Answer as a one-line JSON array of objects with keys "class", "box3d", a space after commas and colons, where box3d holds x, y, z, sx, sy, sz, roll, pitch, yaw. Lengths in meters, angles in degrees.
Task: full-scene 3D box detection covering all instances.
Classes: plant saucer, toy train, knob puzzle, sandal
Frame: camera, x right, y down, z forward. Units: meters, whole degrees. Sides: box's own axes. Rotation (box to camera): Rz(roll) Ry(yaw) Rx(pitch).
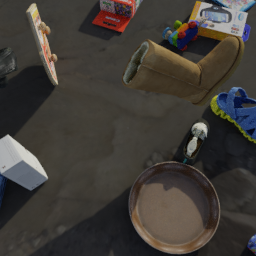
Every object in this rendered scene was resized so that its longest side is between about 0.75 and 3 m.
[{"class": "plant saucer", "box3d": [1.408, 2.428, 8.749, 2.789, 0.447, 2.789, 0, 63, -1]}, {"class": "toy train", "box3d": [2.483, -4.325, 12.048, 1.963, 0.831, 1.136, -46, 57, -12]}, {"class": "knob puzzle", "box3d": [-2.967, -2.982, 10.387, 0.439, 3.167, 3.167, -15, 63, -7]}, {"class": "sandal", "box3d": [4.311, -0.448, 9.818, 2.886, 1.256, 1.147, 34, 65, 14]}]

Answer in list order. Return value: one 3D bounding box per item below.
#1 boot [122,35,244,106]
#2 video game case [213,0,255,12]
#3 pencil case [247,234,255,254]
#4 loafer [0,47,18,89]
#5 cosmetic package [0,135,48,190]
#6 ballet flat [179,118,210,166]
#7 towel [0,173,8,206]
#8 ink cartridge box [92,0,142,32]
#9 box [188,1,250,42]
[{"class": "boot", "box3d": [1.598, -1.837, 7.852, 2.845, 2.492, 0.941, 13, 29, -31]}, {"class": "video game case", "box3d": [4.955, -6.164, 13.414, 1.321, 0.164, 1.846, -38, 69, -18]}, {"class": "pencil case", "box3d": [4.230, 3.738, 7.882, 0.683, 0.760, 1.751, -36, 69, -24]}, {"class": "loafer", "box3d": [-2.974, -1.161, 6.249, 0.667, 0.689, 1.963, -13, 34, 16]}, {"class": "cosmetic package", "box3d": [-3.277, 1.115, 8.540, 0.739, 1.995, 1.014, -35, 68, -12]}, {"class": "ballet flat", "box3d": [2.382, 0.389, 9.667, 0.699, 0.703, 2.055, 22, 64, 13]}, {"class": "towel", "box3d": [-4.559, 1.667, 9.093, 1.251, 0.544, 2.241, 2, 63, 2]}, {"class": "ink cartridge box", "box3d": [-0.369, -5.846, 12.902, 1.621, 0.749, 2.975, 20, 63, 10]}, {"class": "box", "box3d": [4.086, -4.651, 12.415, 2.671, 0.554, 1.590, 17, 63, 11]}]
